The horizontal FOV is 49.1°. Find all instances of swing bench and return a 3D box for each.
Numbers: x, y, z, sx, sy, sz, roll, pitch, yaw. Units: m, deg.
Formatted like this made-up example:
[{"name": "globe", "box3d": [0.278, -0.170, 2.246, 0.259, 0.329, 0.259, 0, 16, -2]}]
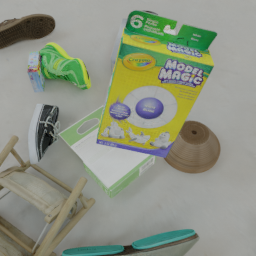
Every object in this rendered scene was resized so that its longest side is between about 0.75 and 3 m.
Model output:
[{"name": "swing bench", "box3d": [-2.290, 1.728, 6.142, 2.202, 1.436, 2.214, 27, 62, 19]}]

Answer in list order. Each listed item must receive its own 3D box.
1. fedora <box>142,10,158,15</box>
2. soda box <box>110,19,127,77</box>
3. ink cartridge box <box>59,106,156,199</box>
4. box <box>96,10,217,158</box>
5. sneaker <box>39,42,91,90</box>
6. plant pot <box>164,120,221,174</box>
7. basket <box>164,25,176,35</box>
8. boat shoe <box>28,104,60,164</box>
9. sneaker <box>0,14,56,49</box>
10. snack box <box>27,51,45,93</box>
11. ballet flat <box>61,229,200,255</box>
[{"name": "fedora", "box3d": [0.691, -4.390, 11.450, 1.110, 0.501, 0.981, 32, 56, 34]}, {"name": "soda box", "box3d": [0.013, -2.896, 10.090, 0.871, 0.809, 2.551, 6, 52, 5]}, {"name": "ink cartridge box", "box3d": [-0.563, 0.554, 7.566, 1.617, 0.533, 2.223, -36, 60, -25]}, {"name": "box", "box3d": [0.415, -0.627, 5.035, 1.541, 2.627, 0.635, 12, 40, -8]}, {"name": "sneaker", "box3d": [-2.190, -1.893, 9.290, 1.144, 1.014, 2.738, -38, 53, -21]}, {"name": "plant pot", "box3d": [1.730, 0.337, 7.602, 1.654, 0.763, 1.654, 0, 51, -1]}, {"name": "basket", "box3d": [1.100, -2.864, 9.692, 0.983, 1.451, 0.895, 6, 48, 5]}, {"name": "boat shoe", "box3d": [-2.254, 0.103, 7.748, 0.755, 0.816, 2.210, 0, 35, -8]}, {"name": "sneaker", "box3d": [-4.238, -3.940, 10.816, 2.745, 0.967, 1.037, -23, 54, -18]}, {"name": "snack box", "box3d": [-2.998, -1.848, 9.221, 0.356, 0.887, 1.051, -6, 51, -5]}, {"name": "ballet flat", "box3d": [0.058, 2.780, 5.736, 2.969, 1.001, 0.946, -8, 80, -5]}]
